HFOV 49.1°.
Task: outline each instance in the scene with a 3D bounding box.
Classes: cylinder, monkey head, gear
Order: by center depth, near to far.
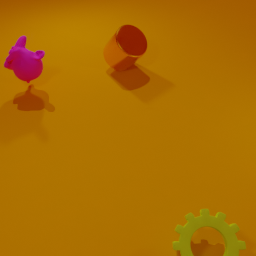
[{"bbox_3d":[1.354,1.989,4.742,1.164,0.215,1.164,-2,71,6],"label":"gear"},{"bbox_3d":[-2.866,-1.957,7.975,0.988,1.640,1.180,24,61,-23],"label":"monkey head"},{"bbox_3d":[-0.099,-2.503,8.836,1.072,1.072,1.072,7,74,-26],"label":"cylinder"}]
